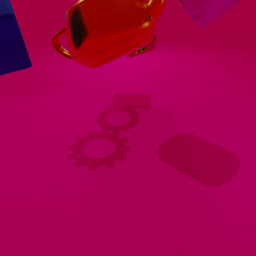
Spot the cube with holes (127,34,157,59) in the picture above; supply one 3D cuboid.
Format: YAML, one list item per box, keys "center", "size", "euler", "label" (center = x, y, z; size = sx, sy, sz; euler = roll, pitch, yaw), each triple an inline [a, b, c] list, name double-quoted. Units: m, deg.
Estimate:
- center: [0.294, -2.965, 9.004]
  size: [0.975, 0.975, 0.975]
  euler: [-18, -2, 2]
  label: "cube with holes"

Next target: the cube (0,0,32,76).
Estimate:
- center: [-1.555, -1.055, 2.815]
  size: [0.823, 0.823, 0.823]
  euler: [-19, 72, -14]
  label: "cube"

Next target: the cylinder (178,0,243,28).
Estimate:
- center: [1.926, -3.222, 6.293]
  size: [1.347, 1.347, 1.347]
  euler: [-32, 9, 38]
  label: "cylinder"

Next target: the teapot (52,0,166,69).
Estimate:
- center: [-0.195, -1.248, 3.215]
  size: [1.765, 0.864, 1.097]
  euler: [-18, 15, 28]
  label: "teapot"
